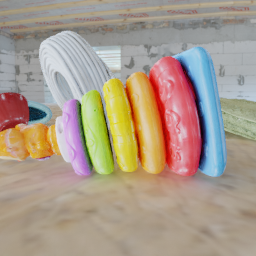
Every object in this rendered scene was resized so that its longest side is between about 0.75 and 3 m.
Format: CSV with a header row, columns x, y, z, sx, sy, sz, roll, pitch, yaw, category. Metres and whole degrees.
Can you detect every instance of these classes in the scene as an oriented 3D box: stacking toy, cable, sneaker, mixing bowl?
x,y,z,sx,sy,sz,roll,pitch,yaw,category
-0.303,0.028,3.316,2.613,1.434,1.517,-11,10,-3,stacking toy
-1.169,-0.944,6.511,0.852,2.462,2.462,-31,-10,-24,cable
-3.722,-0.538,8.761,2.707,1.001,1.109,-4,3,-24,sneaker
-2.710,-0.193,6.337,1.144,1.144,0.619,-7,52,-47,mixing bowl

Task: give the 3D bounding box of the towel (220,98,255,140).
x,y,z,sx,sy,sz,roll,pitch,yaw,category
3.003,-0.317,6.955,2.198,0.541,2.963,-4,17,-26,towel
